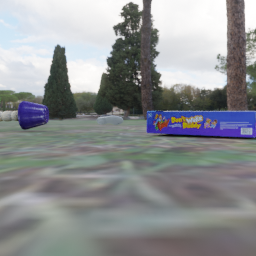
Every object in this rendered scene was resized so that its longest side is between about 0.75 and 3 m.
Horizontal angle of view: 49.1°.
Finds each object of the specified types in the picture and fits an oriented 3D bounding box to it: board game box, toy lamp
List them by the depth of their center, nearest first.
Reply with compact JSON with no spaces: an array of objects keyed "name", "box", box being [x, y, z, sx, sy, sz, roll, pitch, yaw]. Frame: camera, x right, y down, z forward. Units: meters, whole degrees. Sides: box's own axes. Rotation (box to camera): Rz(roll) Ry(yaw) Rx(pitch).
[{"name":"board game box","box":[1.290,-0.077,4.658,1.649,0.369,1.109,2,1,31]},{"name":"toy lamp","box":[-2.944,-0.253,6.211,2.288,0.666,0.666,-3,2,-4]}]

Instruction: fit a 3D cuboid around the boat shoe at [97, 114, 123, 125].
[{"name":"boat shoe","box":[-0.792,-0.409,12.933,1.305,0.482,0.394,-5,30,24]}]
